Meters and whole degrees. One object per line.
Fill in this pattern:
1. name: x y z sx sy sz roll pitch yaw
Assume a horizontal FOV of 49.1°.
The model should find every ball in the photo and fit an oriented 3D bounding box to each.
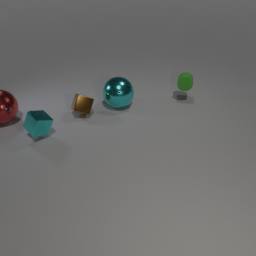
1. ball: -5.135 -0.843 11.220 1.400 1.400 1.400 0 32 0
2. ball: -0.426 -1.570 12.417 1.400 1.400 1.400 0 32 0

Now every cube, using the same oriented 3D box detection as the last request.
1. cube: -3.312 -0.179 10.340 0.700 0.700 0.700 39 27 28
2. cube: -1.929 -1.010 11.794 0.700 0.700 0.700 15 4 -24

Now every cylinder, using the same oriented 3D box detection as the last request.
1. cylinder: 2.633 -2.131 12.850 0.700 0.700 0.700 7 28 11
